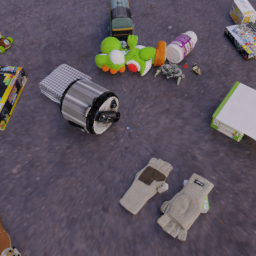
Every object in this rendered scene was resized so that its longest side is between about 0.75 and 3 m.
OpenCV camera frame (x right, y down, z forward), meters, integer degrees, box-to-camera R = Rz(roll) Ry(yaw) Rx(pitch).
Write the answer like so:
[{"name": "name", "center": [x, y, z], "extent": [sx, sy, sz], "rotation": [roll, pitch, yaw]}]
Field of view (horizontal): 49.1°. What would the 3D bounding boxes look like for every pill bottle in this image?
[{"name": "pill bottle", "center": [2.199, -3.332, 11.395], "extent": [0.811, 0.811, 1.445], "rotation": [32, 60, 21]}]

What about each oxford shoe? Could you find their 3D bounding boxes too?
[{"name": "oxford shoe", "center": [-3.432, 2.704, 7.253], "extent": [0.473, 0.472, 1.326], "rotation": [-29, 61, -21]}]

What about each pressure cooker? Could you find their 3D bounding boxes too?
[{"name": "pressure cooker", "center": [-1.110, -0.627, 8.977], "extent": [1.740, 1.554, 1.530], "rotation": [28, 55, 19]}]

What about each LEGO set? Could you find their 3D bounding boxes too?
[{"name": "LEGO set", "center": [1.929, -2.287, 10.819], "extent": [1.809, 0.513, 1.175], "rotation": [-24, 58, -16]}]

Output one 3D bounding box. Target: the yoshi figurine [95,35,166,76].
[{"name": "yoshi figurine", "center": [0.053, -3.008, 10.879], "extent": [2.709, 1.523, 1.517], "rotation": [-4, 38, 0]}]

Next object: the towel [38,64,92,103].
[{"name": "towel", "center": [-2.200, -1.526, 10.149], "extent": [1.653, 0.707, 1.368], "rotation": [29, 60, 19]}]

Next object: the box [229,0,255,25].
[{"name": "box", "center": [5.259, -5.211, 12.807], "extent": [0.637, 0.707, 1.258], "rotation": [-8, 55, -5]}]

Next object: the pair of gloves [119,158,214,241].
[{"name": "pair of gloves", "center": [1.030, 1.851, 7.772], "extent": [2.139, 0.375, 1.819], "rotation": [21, 61, 30]}]

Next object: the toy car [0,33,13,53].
[{"name": "toy car", "center": [-5.368, -3.773, 11.608], "extent": [0.765, 0.970, 0.797], "rotation": [14, 55, 10]}]

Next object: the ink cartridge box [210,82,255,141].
[{"name": "ink cartridge box", "center": [3.982, -0.270, 8.950], "extent": [2.128, 0.806, 1.573], "rotation": [33, 77, 21]}]

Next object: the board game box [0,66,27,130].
[{"name": "board game box", "center": [-5.000, -1.179, 9.907], "extent": [2.043, 0.701, 2.471], "rotation": [6, 54, 3]}]

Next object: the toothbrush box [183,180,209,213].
[{"name": "toothbrush box", "center": [1.890, 1.920, 7.872], "extent": [0.610, 0.361, 0.838], "rotation": [1, 55, 1]}]

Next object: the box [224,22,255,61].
[{"name": "box", "center": [5.174, -3.727, 11.945], "extent": [1.323, 0.365, 1.938], "rotation": [-13, 55, -10]}]

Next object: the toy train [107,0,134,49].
[{"name": "toy train", "center": [-0.321, -4.647, 11.868], "extent": [1.169, 1.564, 2.744], "rotation": [-3, 55, -3]}]

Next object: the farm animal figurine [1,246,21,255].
[{"name": "farm animal figurine", "center": [-2.679, 3.644, 6.132], "extent": [1.523, 0.803, 1.539], "rotation": [39, 34, 11]}]
